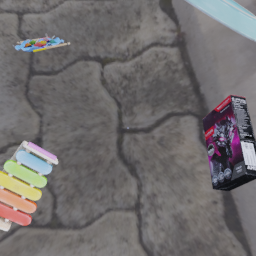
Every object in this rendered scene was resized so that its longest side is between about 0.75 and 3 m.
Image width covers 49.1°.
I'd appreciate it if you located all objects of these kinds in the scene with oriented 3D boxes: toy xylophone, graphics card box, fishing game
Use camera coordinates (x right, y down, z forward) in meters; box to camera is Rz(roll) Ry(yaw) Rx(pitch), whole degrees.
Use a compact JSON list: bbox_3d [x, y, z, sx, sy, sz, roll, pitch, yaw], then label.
[{"bbox_3d":[-2.509,1.104,5.888,1.585,0.544,2.165,25,106,-19],"label":"toy xylophone"},{"bbox_3d":[2.300,0.349,6.365,0.486,1.199,1.912,8,61,-17],"label":"graphics card box"},{"bbox_3d":[-1.851,-1.791,5.799,1.027,0.223,1.434,-18,30,-22],"label":"fishing game"}]

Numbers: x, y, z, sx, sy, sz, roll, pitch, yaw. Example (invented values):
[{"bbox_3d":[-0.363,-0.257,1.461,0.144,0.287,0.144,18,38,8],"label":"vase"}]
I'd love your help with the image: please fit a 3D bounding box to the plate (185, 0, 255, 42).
[{"bbox_3d":[1.992,-2.855,6.332,2.865,0.366,2.865,22,35,-16],"label":"plate"}]
